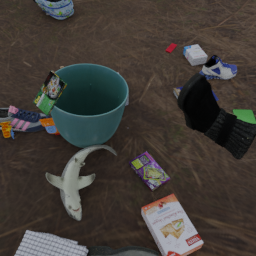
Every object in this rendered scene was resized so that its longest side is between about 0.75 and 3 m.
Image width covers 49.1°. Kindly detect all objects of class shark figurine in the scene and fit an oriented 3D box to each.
[{"bbox_3d":[-1.713,1.396,9.360,1.699,1.187,2.843,35,60,-14],"label":"shark figurine"}]

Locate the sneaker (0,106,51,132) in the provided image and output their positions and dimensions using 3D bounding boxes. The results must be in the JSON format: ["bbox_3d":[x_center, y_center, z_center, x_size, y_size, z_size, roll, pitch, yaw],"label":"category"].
[{"bbox_3d":[-4.145,-0.407,10.811,2.331,0.956,0.818,-2,50,-6],"label":"sneaker"}]

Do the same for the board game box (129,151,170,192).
[{"bbox_3d":[0.730,1.492,9.745,0.806,0.217,1.343,-30,56,-18],"label":"board game box"}]

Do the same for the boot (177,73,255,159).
[{"bbox_3d":[2.331,-0.257,7.071,1.838,2.459,0.925,37,84,30],"label":"boot"}]

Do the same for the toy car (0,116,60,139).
[{"bbox_3d":[-3.508,-0.014,10.809,2.405,1.180,0.800,-9,94,5],"label":"toy car"}]

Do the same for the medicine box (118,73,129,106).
[{"bbox_3d":[-0.887,-1.521,11.880,1.502,0.773,1.368,-15,52,-11],"label":"medicine box"}]

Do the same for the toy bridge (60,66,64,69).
[{"bbox_3d":[-2.955,-2.637,13.247,0.315,0.128,0.939,-16,52,-16],"label":"toy bridge"}]

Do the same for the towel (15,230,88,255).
[{"bbox_3d":[-2.127,3.735,7.482,1.881,0.805,1.557,10,49,11],"label":"towel"}]

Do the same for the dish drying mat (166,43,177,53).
[{"bbox_3d":[2.248,-4.154,14.562,0.308,0.073,0.802,25,54,19],"label":"dish drying mat"}]

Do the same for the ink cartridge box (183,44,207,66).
[{"bbox_3d":[3.317,-3.604,13.844,0.773,0.453,1.070,-13,50,-11],"label":"ink cartridge box"}]

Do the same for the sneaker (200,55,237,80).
[{"bbox_3d":[4.192,-2.789,12.797,1.752,1.012,0.708,-6,51,-5],"label":"sneaker"}]

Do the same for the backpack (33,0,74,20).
[{"bbox_3d":[-4.205,-7.432,16.395,1.939,1.827,2.376,-36,41,-26],"label":"backpack"}]

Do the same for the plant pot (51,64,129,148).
[{"bbox_3d":[-1.424,-0.592,9.918,2.706,2.172,2.706,4,47,-4],"label":"plant pot"}]

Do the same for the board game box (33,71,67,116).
[{"bbox_3d":[-1.840,-0.810,6.583,0.506,0.965,0.113,42,25,6],"label":"board game box"}]

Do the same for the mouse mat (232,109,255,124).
[{"bbox_3d":[4.770,-0.377,11.411,0.856,0.040,1.064,2,51,1],"label":"mouse mat"}]

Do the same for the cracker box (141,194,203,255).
[{"bbox_3d":[1.266,2.947,8.311,1.136,0.489,1.696,-20,53,-16],"label":"cracker box"}]

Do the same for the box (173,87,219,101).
[{"bbox_3d":[2.971,-1.466,12.174,1.739,0.282,1.053,-12,51,-12],"label":"box"}]

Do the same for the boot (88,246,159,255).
[{"bbox_3d":[-0.182,3.922,7.476,2.061,0.698,1.346,-3,55,7],"label":"boot"}]
